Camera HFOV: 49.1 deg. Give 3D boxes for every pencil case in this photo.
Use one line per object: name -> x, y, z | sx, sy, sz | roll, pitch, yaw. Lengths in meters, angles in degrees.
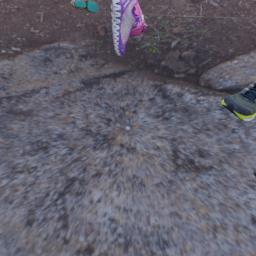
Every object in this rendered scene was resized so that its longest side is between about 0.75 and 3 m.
pencil case -> 0.031, -3.783, 8.839 | 0.798, 0.824, 1.759 | -19, 88, -37

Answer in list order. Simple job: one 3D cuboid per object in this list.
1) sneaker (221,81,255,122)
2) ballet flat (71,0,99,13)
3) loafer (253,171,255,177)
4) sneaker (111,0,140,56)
sneaker -> 2.670, -0.725, 5.808 | 1.918, 0.776, 0.709 | -21, 54, -36
ballet flat -> -1.335, -3.762, 8.570 | 0.330, 0.356, 1.010 | 24, 20, 35
loafer -> 2.389, 0.028, 4.226 | 0.559, 0.639, 1.779 | 40, 84, 18
sneaker -> -0.062, -2.882, 7.841 | 0.786, 1.778, 0.715 | -5, 40, -7
